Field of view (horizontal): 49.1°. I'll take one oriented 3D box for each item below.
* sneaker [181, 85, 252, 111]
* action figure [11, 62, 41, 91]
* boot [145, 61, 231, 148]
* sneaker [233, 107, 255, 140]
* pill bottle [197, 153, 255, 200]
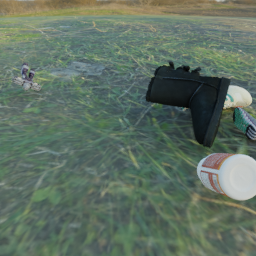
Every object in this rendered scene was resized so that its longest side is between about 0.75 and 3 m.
[{"bbox_3d":[2.921,-0.812,9.436,2.726,0.960,1.275,11,63,-14],"label":"sneaker"},{"bbox_3d":[-4.050,-1.928,11.288,1.126,0.600,1.730,28,25,-32],"label":"action figure"},{"bbox_3d":[1.594,-0.769,8.001,2.222,1.004,2.712,15,52,16],"label":"boot"},{"bbox_3d":[3.605,-0.115,8.224,0.623,0.529,1.423,4,36,-10],"label":"sneaker"},{"bbox_3d":[1.879,0.888,5.459,0.794,0.794,1.415,-3,-3,-6],"label":"pill bottle"}]
